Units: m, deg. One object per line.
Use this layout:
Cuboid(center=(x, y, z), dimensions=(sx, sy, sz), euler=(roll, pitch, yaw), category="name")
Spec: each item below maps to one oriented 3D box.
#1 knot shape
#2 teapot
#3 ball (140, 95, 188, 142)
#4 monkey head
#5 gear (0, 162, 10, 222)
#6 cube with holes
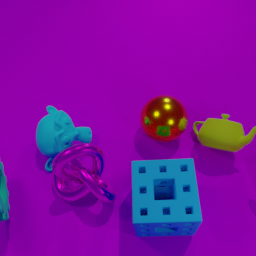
Cuboid(center=(-1.158, 1.101, 6.423), dimensions=(1.635, 1.748, 0.808), euler=(-12, 33, 35), category="knot shape")
Cuboid(center=(2.427, 0.104, 7.032), dimensions=(1.845, 1.147, 0.904), euler=(11, 88, 46), category="teapot")
Cuboid(center=(0.931, -0.243, 7.296), dimensions=(1.238, 1.238, 1.238), euler=(0, 57, 0), category="ball")
Cuboid(center=(-1.680, 0.202, 7.223), dimensions=(1.277, 1.069, 1.774), euler=(11, 69, -41), category="monkey head")
Cuboid(center=(-2.762, 1.228, 5.833), dimensions=(0.262, 1.418, 1.418), euler=(-10, 58, -16), category="gear")
Cuboid(center=(0.775, 1.539, 6.056), dimensions=(1.284, 1.284, 1.284), euler=(-3, 58, 4), category="cube with holes")
